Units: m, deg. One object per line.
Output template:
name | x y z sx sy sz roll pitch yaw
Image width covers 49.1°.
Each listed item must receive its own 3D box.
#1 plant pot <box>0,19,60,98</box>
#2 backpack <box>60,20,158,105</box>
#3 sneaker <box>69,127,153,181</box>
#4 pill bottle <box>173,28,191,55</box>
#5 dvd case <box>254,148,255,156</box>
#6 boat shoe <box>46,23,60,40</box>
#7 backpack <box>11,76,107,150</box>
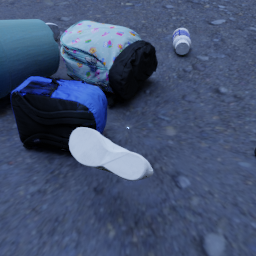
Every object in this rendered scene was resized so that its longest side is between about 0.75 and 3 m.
plant pot | -3.778 -2.327 8.952 2.604 2.604 2.550 31 42 31
backpack | -0.778 -2.318 9.251 2.959 1.873 2.469 23 48 26
sneaker | -0.320 0.532 5.128 1.706 0.755 0.642 25 88 27
pill bottle | 2.204 -3.531 11.499 0.729 0.729 1.217 3 41 4
dvd case | 4.219 1.308 6.271 1.856 0.305 2.470 -2 41 -2
boat shoe | -4.112 -3.938 11.906 2.465 0.846 0.698 -29 48 -26
backpack | -1.579 -0.469 7.230 2.136 1.736 1.793 10 40 12
